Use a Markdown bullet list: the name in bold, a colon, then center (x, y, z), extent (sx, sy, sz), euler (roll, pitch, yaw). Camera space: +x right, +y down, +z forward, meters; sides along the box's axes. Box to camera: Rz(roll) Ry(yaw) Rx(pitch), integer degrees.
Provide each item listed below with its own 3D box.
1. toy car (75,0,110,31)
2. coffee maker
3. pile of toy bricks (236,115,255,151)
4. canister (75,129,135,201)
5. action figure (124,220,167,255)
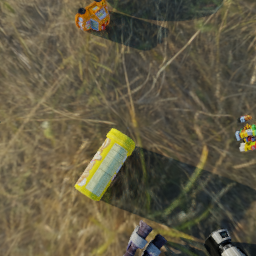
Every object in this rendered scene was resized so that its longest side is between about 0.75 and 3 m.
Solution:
- **toy car**: center (-0.733, -3.740, 8.053), extent (0.845, 2.539, 1.245), euler (47, 61, 4)
- **coffee maker**: center (2.244, 3.032, 6.585), extent (0.942, 0.660, 0.980), euler (-54, 37, 19)
- **pile of toy bricks**: center (3.240, 0.061, 7.274), extent (0.616, 1.247, 0.692), euler (-15, 105, 34)
- **canister**: center (-0.563, 0.962, 7.084), extent (0.723, 1.240, 1.670), euler (32, 77, 7)
- **action figure**: center (-0.055, 3.331, 6.280), extent (1.551, 0.827, 2.384), euler (43, 66, -4)
